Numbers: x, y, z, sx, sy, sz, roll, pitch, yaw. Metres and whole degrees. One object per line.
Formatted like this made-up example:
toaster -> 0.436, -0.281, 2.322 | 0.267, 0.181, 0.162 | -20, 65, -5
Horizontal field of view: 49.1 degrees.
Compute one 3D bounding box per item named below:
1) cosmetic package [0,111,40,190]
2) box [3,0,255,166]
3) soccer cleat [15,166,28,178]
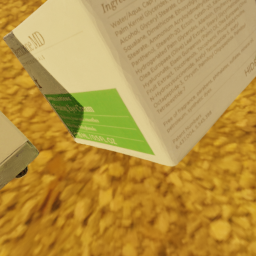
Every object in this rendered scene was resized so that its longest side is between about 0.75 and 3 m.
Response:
cosmetic package -> -2.473, -0.310, 3.788 | 2.555, 1.344, 0.908 | 44, 73, 3
box -> 0.132, -1.322, 4.590 | 2.833, 2.819, 2.427 | -42, 116, -25
soccer cleat -> -2.119, 0.322, 4.789 | 0.412, 0.442, 1.208 | -33, 94, -18
